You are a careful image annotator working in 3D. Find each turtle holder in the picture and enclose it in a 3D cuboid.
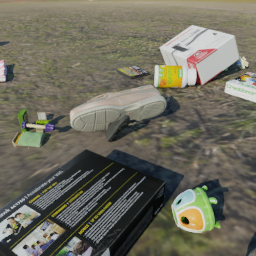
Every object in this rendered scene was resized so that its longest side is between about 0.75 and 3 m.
[{"bbox_3d":[1.153,1.418,5.057,0.704,0.753,0.991,-13,34,-2],"label":"turtle holder"}]

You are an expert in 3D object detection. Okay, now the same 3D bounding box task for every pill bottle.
[{"bbox_3d":[1.838,-2.012,10.984,1.555,0.864,0.864,1,30,2],"label":"pill bottle"}]

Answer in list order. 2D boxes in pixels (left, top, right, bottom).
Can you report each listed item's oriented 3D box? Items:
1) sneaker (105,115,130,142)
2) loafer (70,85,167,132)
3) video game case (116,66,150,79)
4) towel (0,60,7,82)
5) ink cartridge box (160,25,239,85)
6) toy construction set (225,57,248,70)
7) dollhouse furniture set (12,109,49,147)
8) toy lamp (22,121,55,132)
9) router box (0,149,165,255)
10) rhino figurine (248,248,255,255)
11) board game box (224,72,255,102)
[{"bbox_3d":[-0.323,-0.049,7.500,0.345,0.909,0.412,20,27,-54],"label":"sneaker"},{"bbox_3d":[-0.319,-0.629,8.125,2.881,1.036,0.906,-12,55,-20],"label":"loafer"},{"bbox_3d":[0.216,-2.511,12.610,1.053,0.149,1.165,-17,35,-28],"label":"video game case"},{"bbox_3d":[-6.287,-2.433,12.259,1.766,0.361,2.414,-11,31,-17],"label":"towel"},{"bbox_3d":[3.012,-3.278,12.215,2.011,1.167,2.787,-36,37,-7],"label":"ink cartridge box"},{"bbox_3d":[4.619,-3.119,12.963,1.835,0.846,1.203,-9,19,-23],"label":"toy construction set"},{"bbox_3d":[-2.687,-0.017,7.747,0.766,0.587,1.170,-1,30,-1],"label":"dollhouse furniture set"},{"bbox_3d":[-2.451,-0.037,7.690,0.881,0.256,0.256,4,30,5],"label":"toy lamp"},{"bbox_3d":[-0.843,1.528,4.902,2.011,0.689,2.697,19,34,30],"label":"router box"},{"bbox_3d":[1.796,2.422,3.274,1.095,0.749,2.504,5,30,30],"label":"rhino figurine"},{"bbox_3d":[5.183,-1.324,10.162,1.713,0.470,2.714,-26,38,-36],"label":"board game box"}]
